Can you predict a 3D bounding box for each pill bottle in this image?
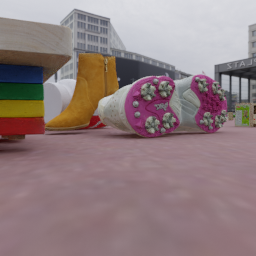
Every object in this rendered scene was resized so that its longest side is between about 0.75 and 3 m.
[{"bbox_3d":[-1.184,-0.568,6.883,1.184,1.184,2.109,2,3,32],"label":"pill bottle"}]

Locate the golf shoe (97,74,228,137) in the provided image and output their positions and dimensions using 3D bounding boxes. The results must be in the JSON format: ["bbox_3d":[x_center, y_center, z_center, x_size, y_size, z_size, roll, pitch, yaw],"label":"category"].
[{"bbox_3d":[0.744,-0.405,5.142,2.891,1.089,1.323,-1,-1,-42],"label":"golf shoe"}]

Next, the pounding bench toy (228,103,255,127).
[{"bbox_3d":[3.715,-0.390,8.538,0.868,0.692,1.113,-1,3,-18],"label":"pounding bench toy"}]

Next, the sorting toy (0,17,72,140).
[{"bbox_3d":[-2.137,-0.294,2.776,2.585,0.905,2.601,-2,0,-26],"label":"sorting toy"}]

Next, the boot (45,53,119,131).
[{"bbox_3d":[-0.878,-0.739,5.309,0.643,1.308,1.828,10,23,39],"label":"boot"}]
